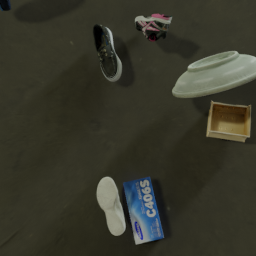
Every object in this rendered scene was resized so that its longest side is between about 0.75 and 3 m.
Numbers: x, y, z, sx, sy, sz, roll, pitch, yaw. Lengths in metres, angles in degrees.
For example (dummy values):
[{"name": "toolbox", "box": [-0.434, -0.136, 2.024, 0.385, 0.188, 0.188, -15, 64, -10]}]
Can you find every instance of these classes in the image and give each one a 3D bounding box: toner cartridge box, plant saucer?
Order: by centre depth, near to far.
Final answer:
[{"name": "plant saucer", "box": [1.949, -1.295, 6.289, 2.087, 2.087, 0.524, -22, 107, -6]}, {"name": "toner cartridge box", "box": [0.346, 1.908, 6.554, 0.666, 0.303, 1.403, -12, 74, -3]}]

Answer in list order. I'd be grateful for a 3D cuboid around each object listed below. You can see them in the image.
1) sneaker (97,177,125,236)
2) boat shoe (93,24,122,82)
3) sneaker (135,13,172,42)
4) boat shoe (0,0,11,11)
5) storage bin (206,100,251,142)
[{"name": "sneaker", "box": [-0.340, 1.726, 6.274, 0.473, 0.557, 1.258, -17, 77, 11]}, {"name": "boat shoe", "box": [-0.616, -2.009, 7.445, 0.571, 0.471, 1.664, -24, 70, 26]}, {"name": "sneaker", "box": [0.579, -2.615, 7.417, 0.590, 1.468, 0.634, 3, 103, -22]}, {"name": "boat shoe", "box": [-3.253, -3.980, 7.173, 0.725, 2.113, 0.889, -19, 65, -18]}, {"name": "storage bin", "box": [2.511, -0.196, 7.007, 0.949, 0.445, 0.942, 8, 68, 11]}]
